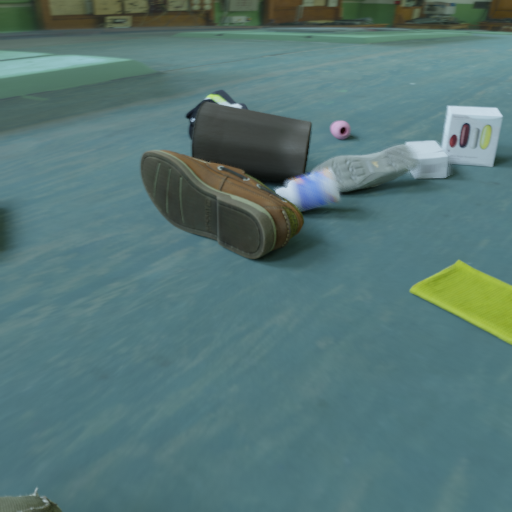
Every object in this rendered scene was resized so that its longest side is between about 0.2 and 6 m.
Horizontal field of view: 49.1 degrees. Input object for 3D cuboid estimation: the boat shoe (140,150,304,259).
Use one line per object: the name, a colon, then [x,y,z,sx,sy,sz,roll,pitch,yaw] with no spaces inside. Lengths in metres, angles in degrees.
boat shoe: [-0.699,-1.018,10.108,3.472,1.249,1.180,35,42,31]

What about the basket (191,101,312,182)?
basket: [-0.033,-2.397,12.148,2.325,1.581,2.096,9,7,7]

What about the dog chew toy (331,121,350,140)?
dog chew toy: [2.312,-3.531,15.639,0.508,0.508,0.816,-5,20,-9]

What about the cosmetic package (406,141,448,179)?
cosmetic package: [3.944,-2.253,13.069,0.738,0.530,1.307,-2,28,3]

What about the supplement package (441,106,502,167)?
supplement package: [5.194,-2.912,13.593,1.176,1.230,0.904,5,27,12]

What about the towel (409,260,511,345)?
towel: [3.569,0.808,7.502,1.221,0.256,2.838,-19,32,-33]

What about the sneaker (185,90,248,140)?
sneaker: [-0.961,-3.251,14.701,1.518,1.314,3.666,-29,31,-5]

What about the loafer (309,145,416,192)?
loafer: [2.257,-1.770,12.038,2.356,0.824,0.822,-12,-14,-7]

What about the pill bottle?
pill bottle: [0.982,-1.212,10.772,1.132,0.634,0.634,-14,25,13]

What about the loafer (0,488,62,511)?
loafer: [-2.858,2.370,3.643,3.555,1.337,1.238,-2,14,-11]
